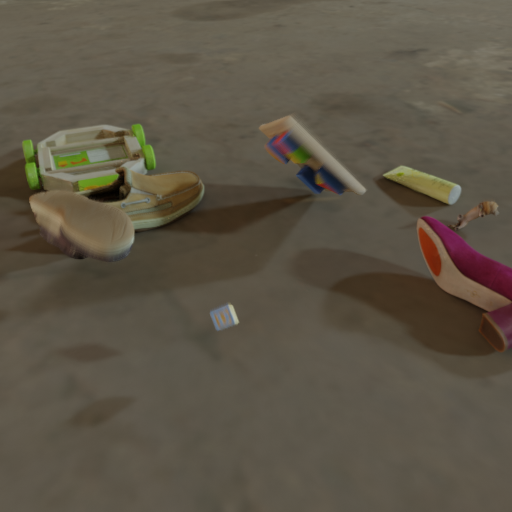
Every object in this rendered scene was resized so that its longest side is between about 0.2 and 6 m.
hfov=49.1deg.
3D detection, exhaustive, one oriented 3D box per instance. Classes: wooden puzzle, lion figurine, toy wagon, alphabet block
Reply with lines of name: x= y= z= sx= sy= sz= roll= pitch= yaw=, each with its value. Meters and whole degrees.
wooden puzzle: x=0.942 y=-1.795 z=10.739 sx=0.489 sy=1.958 sz=2.114 roll=-50 pitch=16 yaw=0
lion figurine: x=4.170 y=-0.778 z=10.792 sx=0.945 sy=0.342 sz=0.578 roll=-23 pitch=-2 yaw=29
toy wagon: x=-3.625 y=-1.990 z=12.319 sx=2.696 sy=0.688 sz=3.475 roll=-13 pitch=39 yaw=-16
alphabet block: x=-0.432 y=0.840 z=7.608 sx=0.281 sy=0.279 sz=0.286 roll=-21 pitch=-7 yaw=7

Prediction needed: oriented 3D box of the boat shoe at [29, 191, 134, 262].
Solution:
boat shoe: x=-2.740 y=-0.370 z=8.844 sx=2.583 sy=0.837 sz=0.929 roll=23 pitch=36 yaw=39

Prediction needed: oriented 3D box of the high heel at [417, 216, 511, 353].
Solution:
high heel: x=3.742 y=0.248 z=9.026 sx=1.351 sy=0.947 sz=2.810 roll=-19 pitch=54 yaw=-8

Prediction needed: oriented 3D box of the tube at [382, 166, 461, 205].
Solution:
tube: x=3.549 y=-1.580 z=12.015 sx=0.486 sy=0.435 sz=1.675 roll=20 pitch=10 yaw=-45

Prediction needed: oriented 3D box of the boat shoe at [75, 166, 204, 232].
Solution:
boat shoe: x=-2.356 y=-1.144 z=10.702 sx=3.182 sy=1.212 sz=1.140 roll=-29 pitch=45 yaw=-33
